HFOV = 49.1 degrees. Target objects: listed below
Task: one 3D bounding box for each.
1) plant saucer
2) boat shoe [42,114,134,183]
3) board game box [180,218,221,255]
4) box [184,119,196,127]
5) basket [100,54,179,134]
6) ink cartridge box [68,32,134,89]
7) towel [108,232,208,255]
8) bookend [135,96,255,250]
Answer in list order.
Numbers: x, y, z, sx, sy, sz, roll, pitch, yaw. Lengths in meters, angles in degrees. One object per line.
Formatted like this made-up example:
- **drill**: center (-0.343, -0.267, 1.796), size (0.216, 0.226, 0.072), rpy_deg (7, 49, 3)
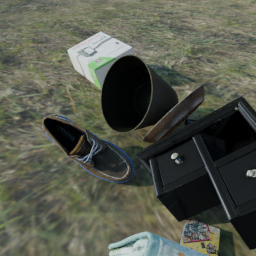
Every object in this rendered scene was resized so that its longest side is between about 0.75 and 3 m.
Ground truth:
- **plant saucer**: center (1.225, -0.254, 7.093), size (0.328, 2.046, 2.046), rpy_deg (49, 50, 9)
- **boat shoe**: center (-0.942, 0.487, 6.133), size (2.335, 0.843, 0.845), rpy_deg (29, -4, 7)
- **board game box**: center (1.237, 2.035, 4.859), size (0.636, 0.162, 0.938), rpy_deg (17, 30, 15)
- **box**: center (1.946, 0.185, 7.245), size (0.967, 0.555, 0.639), rpy_deg (4, 37, -2)
- **basket**: center (0.451, -0.786, 7.499), size (1.422, 1.885, 2.090), rpy_deg (9, 4, 30)
- **ink cartridge box**: center (-1.014, -2.624, 10.655), size (1.663, 0.960, 2.286), rpy_deg (-34, 45, -16)
- **towel**: center (0.567, 1.838, 3.731), size (1.436, 1.678, 0.404), rpy_deg (22, 60, -11)
- **bookend**: center (1.475, 0.952, 4.746), size (2.374, 1.093, 2.359), rpy_deg (-29, 30, 15)
